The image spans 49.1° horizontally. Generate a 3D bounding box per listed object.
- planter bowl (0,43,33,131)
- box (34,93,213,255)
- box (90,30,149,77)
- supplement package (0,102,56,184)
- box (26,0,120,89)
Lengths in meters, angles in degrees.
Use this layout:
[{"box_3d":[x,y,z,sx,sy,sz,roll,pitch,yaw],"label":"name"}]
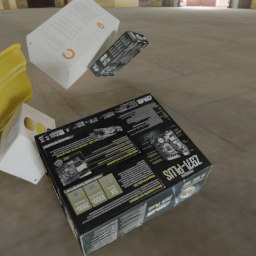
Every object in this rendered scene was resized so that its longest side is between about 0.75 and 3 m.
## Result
[{"box_3d":[-3.405,-0.748,7.374,2.891,1.204,2.891,-41,17,16],"label":"planter bowl"},{"box_3d":[-0.116,0.628,4.653,2.229,0.960,1.825,-23,56,-21],"label":"box"},{"box_3d":[-0.311,-2.778,10.738,0.446,2.049,1.641,54,26,5],"label":"box"},{"box_3d":[-2.131,0.279,6.031,0.907,0.873,1.594,32,13,-30],"label":"supplement package"},{"box_3d":[-2.014,-3.283,10.569,1.865,1.461,2.998,38,64,3],"label":"box"}]
